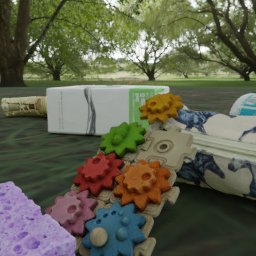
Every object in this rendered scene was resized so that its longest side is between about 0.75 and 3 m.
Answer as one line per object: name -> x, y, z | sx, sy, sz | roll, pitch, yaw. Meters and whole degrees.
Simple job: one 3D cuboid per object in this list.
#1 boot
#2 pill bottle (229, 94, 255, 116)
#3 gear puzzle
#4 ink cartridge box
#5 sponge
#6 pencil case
boot -> -3.754, -0.789, 10.358 | 1.725, 0.808, 2.220 | -4, 10, -21
pill bottle -> 3.057, -0.049, 5.400 | 1.131, 1.131, 2.041 | -5, 12, -25
gear puzzle -> 0.066, 0.260, 2.874 | 1.132, 0.286, 2.186 | 7, 46, 33
ink cartridge box -> -0.459, -0.558, 7.843 | 2.933, 1.232, 2.134 | 3, 11, 16
sponge -> -1.828, 0.980, 1.709 | 2.628, 0.392, 1.466 | -7, 13, -38
pencil case -> 1.649, 0.350, 3.114 | 2.860, 1.113, 1.279 | 9, 6, 39
